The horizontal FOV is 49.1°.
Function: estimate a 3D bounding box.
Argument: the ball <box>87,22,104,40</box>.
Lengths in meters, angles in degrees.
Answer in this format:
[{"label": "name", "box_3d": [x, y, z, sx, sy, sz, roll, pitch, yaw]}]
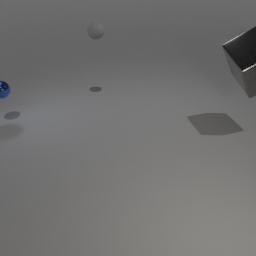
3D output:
[{"label": "ball", "box_3d": [-1.345, -4.065, 11.715, 0.700, 0.700, 0.700, 0, 31, 0]}]

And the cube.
[{"label": "cube", "box_3d": [4.017, -2.085, 8.726, 1.400, 1.400, 1.400, -28, 49, 16]}]

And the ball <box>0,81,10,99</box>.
[{"label": "ball", "box_3d": [-4.959, -1.492, 10.913, 0.700, 0.700, 0.700, 0, 31, 0]}]
